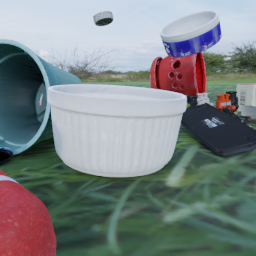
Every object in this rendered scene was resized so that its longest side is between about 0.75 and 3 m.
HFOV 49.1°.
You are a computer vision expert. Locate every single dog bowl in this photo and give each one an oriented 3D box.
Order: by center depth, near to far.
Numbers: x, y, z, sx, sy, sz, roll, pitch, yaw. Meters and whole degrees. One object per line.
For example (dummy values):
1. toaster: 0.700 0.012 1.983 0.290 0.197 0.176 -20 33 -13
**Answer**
1. dog bowl: 1.944 -2.934 8.696 1.799 0.709 1.799 -18 31 11
2. dog bowl: -0.881 -3.920 10.098 0.783 0.230 0.783 -15 -1 0

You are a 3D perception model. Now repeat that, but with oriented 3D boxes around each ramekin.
1. ramekin: -0.201 -0.053 4.931 2.342 1.229 2.342 3 13 -1

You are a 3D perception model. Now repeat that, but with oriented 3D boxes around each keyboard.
1. keyboard: 2.192 0.053 6.739 1.489 0.567 2.861 -15 22 -4

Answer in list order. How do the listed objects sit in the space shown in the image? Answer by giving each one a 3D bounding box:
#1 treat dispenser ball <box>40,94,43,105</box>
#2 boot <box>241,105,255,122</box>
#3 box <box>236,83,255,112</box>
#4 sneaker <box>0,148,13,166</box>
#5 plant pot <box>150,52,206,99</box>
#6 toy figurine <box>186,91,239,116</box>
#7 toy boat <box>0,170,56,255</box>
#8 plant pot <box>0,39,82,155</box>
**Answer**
1. treat dispenser ball: -2.895 -0.998 10.798 0.959 0.959 0.959 0 11 0
2. boot: 4.465 -0.422 8.797 1.692 0.614 1.539 4 11 28
3. box: 5.424 -1.228 11.374 1.820 1.163 0.991 -4 12 -19
4. sneaker: -2.414 0.493 4.868 0.797 0.306 0.443 0 3 -28
5. plant pot: 2.576 -2.589 14.517 2.514 2.760 2.760 -3 9 24
6. toy figurine: 2.567 -0.528 8.500 1.457 1.029 1.480 0 11 32
7. toy boat: -1.780 0.287 1.973 1.812 1.815 2.776 -10 15 -41
8. plant pot: -2.081 -0.612 6.301 2.214 2.214 2.168 4 4 18
